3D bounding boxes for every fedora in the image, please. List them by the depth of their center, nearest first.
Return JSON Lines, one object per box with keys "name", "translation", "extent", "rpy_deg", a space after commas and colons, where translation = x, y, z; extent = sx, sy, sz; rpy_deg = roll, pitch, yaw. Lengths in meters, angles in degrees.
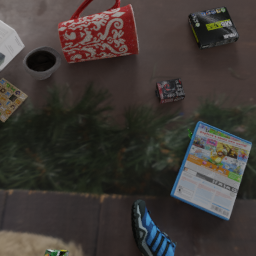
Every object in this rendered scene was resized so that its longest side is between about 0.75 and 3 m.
{"name": "fedora", "translation": [-3.283, -2.392, 10.781], "extent": [1.310, 0.669, 1.482], "rpy_deg": [30, 59, 6]}

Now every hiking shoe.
{"name": "hiking shoe", "translation": [0.861, 3.544, 8.780], "extent": [1.195, 1.025, 2.756], "rpy_deg": [-14, 82, -10]}

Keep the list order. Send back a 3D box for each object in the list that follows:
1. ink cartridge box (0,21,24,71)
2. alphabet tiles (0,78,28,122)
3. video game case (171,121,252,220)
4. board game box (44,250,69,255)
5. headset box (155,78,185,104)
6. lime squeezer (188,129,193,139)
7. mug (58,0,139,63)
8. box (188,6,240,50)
{"name": "ink cartridge box", "translation": [-5.724, -3.026, 10.831], "extent": [1.888, 1.090, 2.594], "rpy_deg": [35, 75, 11]}
{"name": "alphabet tiles", "translation": [-4.865, -0.993, 10.704], "extent": [1.343, 0.061, 1.606], "rpy_deg": [35, 74, 11]}
{"name": "video game case", "translation": [2.927, 1.418, 9.733], "extent": [2.048, 0.255, 2.861], "rpy_deg": [23, 74, 4]}
{"name": "board game box", "translation": [-2.405, 4.685, 8.271], "extent": [0.241, 1.075, 2.052], "rpy_deg": [7, 71, 26]}
{"name": "headset box", "translation": [1.554, -1.406, 10.662], "extent": [1.046, 0.392, 0.778], "rpy_deg": [-10, 72, -3]}
{"name": "lime squeezer", "translation": [2.430, 0.325, 10.141], "extent": [1.004, 0.354, 0.189], "rpy_deg": [36, 54, -20]}
{"name": "mug", "translation": [-1.148, -3.738, 10.805], "extent": [2.766, 1.846, 2.456], "rpy_deg": [-12, 67, 1]}
{"name": "box", "translation": [3.510, -4.148, 11.584], "extent": [1.664, 0.395, 1.607], "rpy_deg": [-13, 69, -4]}
